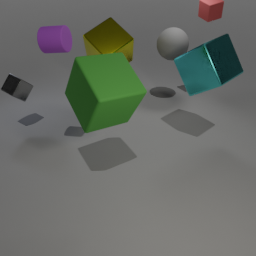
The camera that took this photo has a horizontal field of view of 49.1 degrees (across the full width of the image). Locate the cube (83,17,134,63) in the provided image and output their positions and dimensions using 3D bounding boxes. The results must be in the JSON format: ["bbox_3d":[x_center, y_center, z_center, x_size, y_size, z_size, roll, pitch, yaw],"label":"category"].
[{"bbox_3d":[-0.748,-3.155,11.090,1.400,1.400,1.400,-39,74,-15],"label":"cube"}]

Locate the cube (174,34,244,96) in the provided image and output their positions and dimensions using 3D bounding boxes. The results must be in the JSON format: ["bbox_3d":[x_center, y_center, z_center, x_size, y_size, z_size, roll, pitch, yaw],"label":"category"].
[{"bbox_3d":[2.679,-2.080,9.357,1.400,1.400,1.400,-30,8,-33],"label":"cube"}]

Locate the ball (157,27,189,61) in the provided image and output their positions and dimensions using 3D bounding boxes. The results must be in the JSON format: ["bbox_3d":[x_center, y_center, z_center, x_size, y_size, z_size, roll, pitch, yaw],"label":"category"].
[{"bbox_3d":[1.963,-3.682,12.302,1.400,1.400,1.400,0,30,0],"label":"ball"}]

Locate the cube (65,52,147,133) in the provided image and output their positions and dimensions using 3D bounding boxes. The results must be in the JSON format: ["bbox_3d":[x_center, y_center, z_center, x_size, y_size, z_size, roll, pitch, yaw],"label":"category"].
[{"bbox_3d":[-0.630,-0.931,7.309,1.400,1.400,1.400,-16,65,-33],"label":"cube"}]

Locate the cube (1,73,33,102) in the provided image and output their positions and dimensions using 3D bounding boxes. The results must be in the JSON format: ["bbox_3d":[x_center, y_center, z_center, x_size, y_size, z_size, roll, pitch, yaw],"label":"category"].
[{"bbox_3d":[-4.165,-1.517,10.543,0.700,0.700,0.700,27,-2,26],"label":"cube"}]

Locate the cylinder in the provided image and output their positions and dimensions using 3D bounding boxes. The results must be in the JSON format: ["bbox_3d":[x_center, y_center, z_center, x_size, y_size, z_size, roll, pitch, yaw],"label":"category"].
[{"bbox_3d":[-1.964,-2.387,7.559,0.700,0.700,0.700,1,29,13],"label":"cylinder"}]

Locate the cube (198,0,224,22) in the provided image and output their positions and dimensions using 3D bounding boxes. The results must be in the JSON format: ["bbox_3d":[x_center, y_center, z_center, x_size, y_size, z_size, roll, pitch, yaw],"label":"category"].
[{"bbox_3d":[3.382,-4.867,11.452,0.700,0.700,0.700,-22,47,-15],"label":"cube"}]
